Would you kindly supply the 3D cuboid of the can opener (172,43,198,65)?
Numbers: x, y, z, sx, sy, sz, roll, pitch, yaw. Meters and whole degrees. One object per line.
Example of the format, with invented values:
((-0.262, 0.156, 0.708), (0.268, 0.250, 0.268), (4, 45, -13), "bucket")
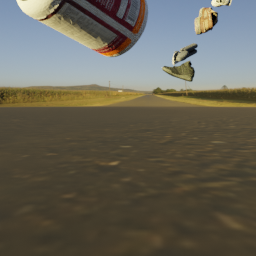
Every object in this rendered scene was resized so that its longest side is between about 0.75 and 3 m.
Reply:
((2.429, -3.015, 11.441), (0.611, 0.488, 1.828), (24, 41, 35), "can opener")

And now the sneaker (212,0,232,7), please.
((3.154, -4.399, 9.685), (0.381, 0.361, 0.946), (-3, 19, -19), "sneaker")

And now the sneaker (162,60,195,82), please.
((1.871, -2.167, 10.176), (1.195, 0.684, 0.457), (20, 3, 16), "sneaker")

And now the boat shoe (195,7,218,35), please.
((2.983, -3.976, 10.327), (0.698, 0.736, 1.945), (-2, 39, 28), "boat shoe")

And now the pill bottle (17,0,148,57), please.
((-1.046, -2.571, 5.259), (1.582, 1.582, 2.887), (5, -8, 42), "pill bottle")
